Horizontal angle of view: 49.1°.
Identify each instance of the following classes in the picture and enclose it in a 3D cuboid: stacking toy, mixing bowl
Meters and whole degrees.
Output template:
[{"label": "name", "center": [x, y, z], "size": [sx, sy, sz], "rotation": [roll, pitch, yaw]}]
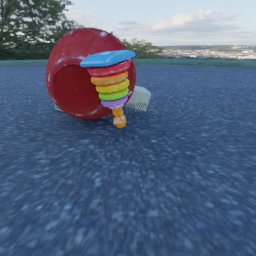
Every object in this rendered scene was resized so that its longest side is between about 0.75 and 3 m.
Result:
[{"label": "stacking toy", "center": [-0.370, -0.947, 7.354], "size": [1.119, 2.039, 1.184], "rotation": [8, 29, 40]}, {"label": "mixing bowl", "center": [-1.310, -1.423, 8.516], "size": [2.977, 2.977, 1.613], "rotation": [2, 25, 8]}]

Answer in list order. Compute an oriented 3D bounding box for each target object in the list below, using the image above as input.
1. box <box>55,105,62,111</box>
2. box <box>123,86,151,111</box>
[{"label": "box", "center": [-1.382, -1.052, 11.249], "size": [1.466, 0.463, 2.664], "rotation": [16, 23, 42]}, {"label": "box", "center": [-0.302, -1.207, 9.876], "size": [2.060, 0.704, 0.846], "rotation": [10, 20, -19]}]
